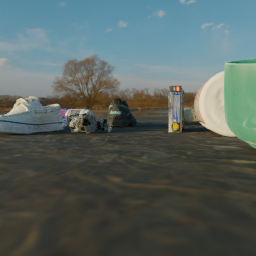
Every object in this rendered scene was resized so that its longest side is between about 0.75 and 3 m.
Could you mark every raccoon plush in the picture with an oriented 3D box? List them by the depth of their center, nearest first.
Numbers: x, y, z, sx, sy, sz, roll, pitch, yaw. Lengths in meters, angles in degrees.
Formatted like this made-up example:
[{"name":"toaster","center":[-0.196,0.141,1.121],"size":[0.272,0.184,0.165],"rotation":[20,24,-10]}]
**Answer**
[{"name":"raccoon plush","center":[-1.113,0.017,7.824],"size":[1.099,0.532,0.737],"rotation":[30,-28,-29]}]

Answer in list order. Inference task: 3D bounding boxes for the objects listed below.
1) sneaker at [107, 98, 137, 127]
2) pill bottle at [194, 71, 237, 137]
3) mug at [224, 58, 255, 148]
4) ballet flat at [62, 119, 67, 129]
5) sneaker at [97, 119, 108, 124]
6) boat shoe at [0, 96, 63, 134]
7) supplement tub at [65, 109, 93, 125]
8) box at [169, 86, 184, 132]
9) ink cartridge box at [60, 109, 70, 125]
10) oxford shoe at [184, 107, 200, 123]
[{"name":"sneaker","center":[-0.202,-0.627,11.929],"size":[1.079,1.134,2.862],"rotation":[-1,2,6]},{"name":"pill bottle","center":[2.622,-0.637,7.653],"size":[1.562,1.562,2.822],"rotation":[0,3,9]},{"name":"mug","center":[2.121,-0.320,3.861],"size":[1.649,1.241,2.007],"rotation":[8,20,41]},{"name":"ballet flat","center":[-3.202,-0.387,10.368],"size":[2.465,0.885,0.885],"rotation":[4,5,42]},{"name":"sneaker","center":[-1.242,-0.251,12.335],"size":[0.840,0.294,0.456],"rotation":[-7,-2,-3]},{"name":"boat shoe","center":[-2.833,-0.383,7.899],"size":[1.044,1.028,2.945],"rotation":[1,3,23]},{"name":"supplement tub","center":[-2.075,-0.444,11.968],"size":[1.031,0.724,0.724],"rotation":[1,3,24]},{"name":"box","center":[1.562,-0.589,8.895],"size":[0.392,1.347,1.968],"rotation":[1,4,13]},{"name":"ink cartridge box","center":[-2.878,-0.523,13.383],"size":[1.389,0.777,2.035],"rotation":[-2,5,-23]},{"name":"oxford shoe","center":[3.645,-0.683,15.198],"size":[2.535,0.897,0.936],"rotation":[-3,7,-42]}]
